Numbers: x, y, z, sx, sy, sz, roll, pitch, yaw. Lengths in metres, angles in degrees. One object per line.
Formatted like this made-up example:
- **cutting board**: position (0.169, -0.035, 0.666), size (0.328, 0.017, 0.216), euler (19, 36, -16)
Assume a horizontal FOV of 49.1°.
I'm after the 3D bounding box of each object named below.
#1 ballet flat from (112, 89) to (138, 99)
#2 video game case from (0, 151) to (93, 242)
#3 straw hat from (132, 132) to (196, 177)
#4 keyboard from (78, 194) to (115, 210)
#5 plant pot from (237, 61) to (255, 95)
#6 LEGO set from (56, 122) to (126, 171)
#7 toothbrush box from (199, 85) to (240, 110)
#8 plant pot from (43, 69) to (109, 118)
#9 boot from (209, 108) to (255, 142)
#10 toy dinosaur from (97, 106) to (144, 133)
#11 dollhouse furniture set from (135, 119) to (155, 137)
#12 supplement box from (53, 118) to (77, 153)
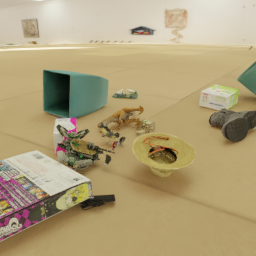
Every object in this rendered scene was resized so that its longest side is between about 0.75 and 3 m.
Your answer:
- **ballet flat**: position (-0.157, -1.850, 14.924), size (1.407, 0.522, 0.522), euler (3, 22, 8)
- **video game case**: position (-2.612, 1.382, 6.374), size (2.516, 0.497, 2.775), euler (-18, 23, -39)
- **straw hat**: position (0.929, 0.876, 7.588), size (1.793, 0.759, 1.793), euler (2, 28, -1)
- **keyboard**: position (-0.882, 1.707, 6.386), size (1.193, 0.236, 0.621), euler (-3, -1, -4)
- **plant pot**: position (7.204, -2.604, 14.029), size (2.090, 2.605, 2.605), euler (47, 33, 4)
- **LEGO set**: position (-1.181, 0.654, 8.346), size (2.932, 0.831, 1.904), euler (0, 34, -50)
- **toothbrush box**: position (4.435, -1.481, 13.549), size (1.285, 0.760, 1.765), euler (20, 30, 34)
- **plant pot**: position (-2.199, -1.631, 12.735), size (1.858, 1.859, 2.631), euler (17, 20, 37)
- **boot**: position (3.687, -0.148, 10.461), size (2.384, 0.832, 1.569), euler (-17, 18, -42)
- **toy dinosaur**: position (-0.033, -0.586, 11.160), size (1.502, 0.854, 2.828), euler (10, 24, 36)
- **dollhouse furniture set**: position (0.457, -0.062, 10.391), size (0.738, 0.464, 0.835), euler (-17, 27, -37)
- **supplement box**: position (-2.063, 0.218, 9.331), size (0.713, 0.728, 1.408), euler (-3, 20, -9)
